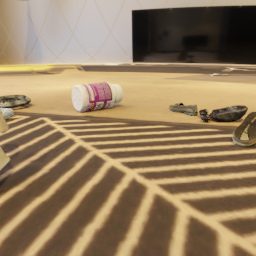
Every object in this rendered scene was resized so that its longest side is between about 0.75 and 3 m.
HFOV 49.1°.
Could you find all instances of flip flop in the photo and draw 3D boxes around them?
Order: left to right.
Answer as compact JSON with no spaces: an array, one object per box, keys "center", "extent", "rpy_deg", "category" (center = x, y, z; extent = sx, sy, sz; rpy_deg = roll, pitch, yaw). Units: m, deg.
[{"center":[4.127,0.078,9.005],"extent":[0.934,0.663,2.302],"rpy_deg":[20,41,41],"category":"flip flop"}]

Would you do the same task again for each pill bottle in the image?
[{"center":[-1.385,-1.498,13.096],"extent":[2.215,1.244,1.244],"rpy_deg":[-12,20,-33],"category":"pill bottle"}]

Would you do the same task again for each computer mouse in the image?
[{"center":[3.831,-0.503,11.233],"extent":[1.867,0.492,1.293],"rpy_deg":[-9,16,13],"category":"computer mouse"}]

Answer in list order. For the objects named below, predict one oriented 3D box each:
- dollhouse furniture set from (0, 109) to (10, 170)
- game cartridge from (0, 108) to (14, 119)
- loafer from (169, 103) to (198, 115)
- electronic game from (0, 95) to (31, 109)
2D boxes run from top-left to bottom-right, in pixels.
[{"center":[-4.164,0.603,6.324],"extent":[2.395,1.563,2.261],"rpy_deg":[-24,15,4],"category":"dollhouse furniture set"},{"center":[-5.779,-0.598,11.727],"extent":[1.698,0.344,1.132],"rpy_deg":[2,13,5],"category":"game cartridge"},{"center":[2.479,-0.928,12.492],"extent":[0.555,0.486,1.545],"rpy_deg":[-13,21,-38],"category":"loafer"},{"center":[-5.817,-1.251,13.670],"extent":[2.059,0.429,2.059],"rpy_deg":[-2,19,1],"category":"electronic game"}]
